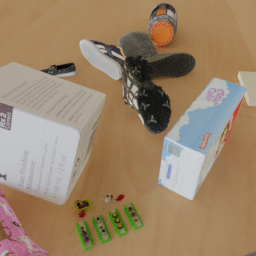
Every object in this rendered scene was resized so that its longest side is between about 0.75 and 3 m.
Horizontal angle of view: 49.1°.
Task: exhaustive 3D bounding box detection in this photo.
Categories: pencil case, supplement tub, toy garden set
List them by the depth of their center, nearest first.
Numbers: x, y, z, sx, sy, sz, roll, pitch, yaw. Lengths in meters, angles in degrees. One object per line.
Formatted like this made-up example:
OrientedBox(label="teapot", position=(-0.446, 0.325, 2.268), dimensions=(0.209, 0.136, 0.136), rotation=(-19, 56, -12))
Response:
OrientedBox(label="pencil case", position=(-2.659, 2.067, 5.718), dimensions=(1.043, 1.090, 2.519), rotation=(-16, 41, -43))
OrientedBox(label="toy garden set", position=(-0.524, 1.964, 6.442), dimensions=(1.415, 0.282, 1.180), rotation=(-17, 45, -18))
OrientedBox(label="supplement tub", position=(1.651, -4.905, 13.283), dimensions=(1.363, 1.363, 2.224), rotation=(6, 43, 6))

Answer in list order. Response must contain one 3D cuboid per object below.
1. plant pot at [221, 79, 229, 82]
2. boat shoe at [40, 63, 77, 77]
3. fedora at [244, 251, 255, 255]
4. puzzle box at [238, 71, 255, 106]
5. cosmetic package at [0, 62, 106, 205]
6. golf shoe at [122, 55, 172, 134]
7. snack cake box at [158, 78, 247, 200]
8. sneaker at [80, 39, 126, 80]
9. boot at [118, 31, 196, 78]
OrientedBox(label="plant pot", position=(3.094, -1.085, 9.537), dimensions=(0.780, 0.852, 0.852), rotation=(-38, 53, -20))
OrientedBox(label="boat shoe", position=(-2.845, -2.279, 11.038), dimensions=(1.605, 0.454, 0.551), rotation=(-11, 43, -11))
OrientedBox(label="fedora", position=(2.502, 3.161, 4.062), dimensions=(2.888, 1.304, 2.554), rotation=(-31, 26, -28))
OrientedBox(label="puzzle box", position=(4.876, -1.452, 10.270), dimensions=(1.314, 0.251, 1.975), rotation=(5, 42, 5))
OrientedBox(label="cosmetic package", position=(-2.143, 0.032, 6.554), dimensions=(2.529, 2.085, 2.087), rotation=(18, 28, 1))
OrientedBox(label="golf shoe", position=(0.511, -0.936, 9.034), dimensions=(1.116, 1.357, 2.872), rotation=(-3, 61, -21))
OrientedBox(label="snack cake box", position=(1.988, 0.165, 7.364), dimensions=(1.002, 1.715, 2.983), rotation=(24, 47, 24))
OrientedBox(label="sneaker", position=(-0.870, -2.894, 11.353), dimensions=(0.993, 0.981, 2.501), rotation=(-37, 65, -27))
OrientedBox(label="boot", position=(1.093, -3.166, 11.761), dimensions=(2.690, 1.073, 2.958), rotation=(-5, 35, -9))
